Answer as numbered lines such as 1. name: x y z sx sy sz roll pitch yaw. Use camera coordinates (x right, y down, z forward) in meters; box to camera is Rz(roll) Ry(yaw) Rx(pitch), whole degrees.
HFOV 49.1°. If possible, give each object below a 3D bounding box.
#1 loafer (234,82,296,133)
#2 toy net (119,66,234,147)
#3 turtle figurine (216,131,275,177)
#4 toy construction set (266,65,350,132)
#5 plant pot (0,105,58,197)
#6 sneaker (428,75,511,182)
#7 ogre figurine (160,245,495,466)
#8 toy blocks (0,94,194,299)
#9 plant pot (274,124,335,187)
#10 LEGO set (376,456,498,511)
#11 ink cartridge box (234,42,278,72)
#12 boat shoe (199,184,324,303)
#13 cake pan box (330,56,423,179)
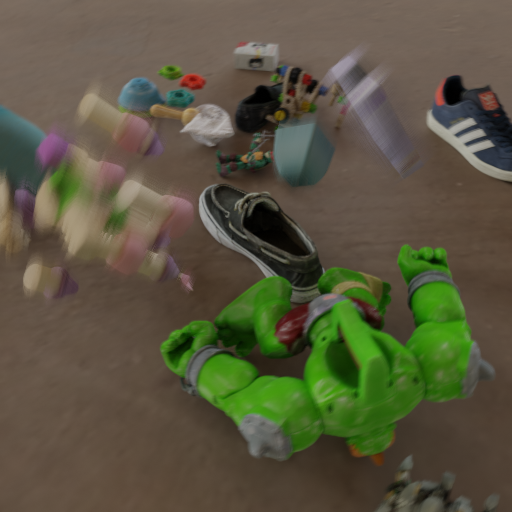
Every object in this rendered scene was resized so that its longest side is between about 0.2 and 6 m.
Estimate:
1. loafer: 0.284 -3.754 13.497 0.767 0.793 2.260 25 48 25
2. toy net: -1.644 -3.451 13.308 1.954 0.719 3.725 -29 51 -31
3. turtle figurine: -0.121 -2.077 11.749 1.414 0.712 1.059 -13 27 8
4. toy construction set: 1.146 -3.450 13.119 1.939 1.490 1.617 19 13 -4
5. plant pot: -4.502 -1.631 10.494 1.855 1.975 1.975 25 46 3
6. sneaker: 5.004 -2.846 12.071 1.232 1.389 3.286 -21 47 -22
7. ogre figurine: 0.995 1.212 7.221 4.165 2.044 2.497 0 29 -17
8. toy blocks: -2.222 -0.557 8.686 2.658 2.237 2.484 -39 58 16
9. plant pot: 0.798 -1.714 9.944 0.831 0.833 0.849 0 65 35
10. LEGO set: 1.752 3.110 5.980 2.910 0.825 1.890 -20 46 -20
11. ink cartridge box: 0.013 -5.613 15.773 1.123 0.465 0.818 6 43 6
12. boat shoe: 0.105 -0.573 9.754 1.170 1.151 3.247 -28 49 -27
13. cake pan box: 2.068 -2.458 9.763 0.484 1.852 1.706 -34 33 12
